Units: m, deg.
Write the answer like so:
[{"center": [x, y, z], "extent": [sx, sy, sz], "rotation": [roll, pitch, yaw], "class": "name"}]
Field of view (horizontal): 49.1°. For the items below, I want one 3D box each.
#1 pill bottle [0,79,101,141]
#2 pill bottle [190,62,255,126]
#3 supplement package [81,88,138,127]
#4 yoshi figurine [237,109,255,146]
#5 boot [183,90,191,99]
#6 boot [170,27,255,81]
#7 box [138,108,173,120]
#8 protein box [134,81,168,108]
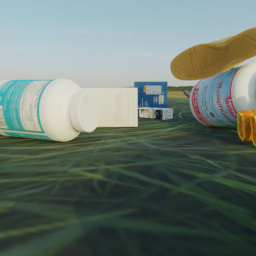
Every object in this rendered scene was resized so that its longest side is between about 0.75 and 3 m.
[{"center": [-1.907, -0.418, 6.402], "extent": [2.498, 1.384, 1.384], "rotation": [4, 9, 24], "class": "pill bottle"}, {"center": [3.101, -0.870, 7.613], "extent": [1.602, 1.602, 2.946], "rotation": [-3, -1, -19], "class": "pill bottle"}, {"center": [-0.707, -0.683, 9.034], "extent": [2.017, 1.223, 1.208], "rotation": [0, 7, 0], "class": "supplement package"}, {"center": [3.653, -0.040, 5.775], "extent": [2.444, 1.374, 1.369], "rotation": [-13, -31, 1], "class": "yoshi figurine"}, {"center": [3.005, -1.134, 9.752], "extent": [1.780, 1.302, 0.625], "rotation": [39, 16, -4], "class": "boot"}, {"center": [2.284, -1.832, 7.449], "extent": [2.358, 0.858, 1.832], "rotation": [-21, 3, 11], "class": "boot"}, {"center": [1.093, -0.611, 11.601], "extent": [1.360, 0.409, 0.793], "rotation": [7, 10, 40], "class": "box"}, {"center": [1.101, -1.464, 13.589], "extent": [1.586, 1.575, 1.070], "rotation": [1, 8, 6], "class": "protein box"}]
